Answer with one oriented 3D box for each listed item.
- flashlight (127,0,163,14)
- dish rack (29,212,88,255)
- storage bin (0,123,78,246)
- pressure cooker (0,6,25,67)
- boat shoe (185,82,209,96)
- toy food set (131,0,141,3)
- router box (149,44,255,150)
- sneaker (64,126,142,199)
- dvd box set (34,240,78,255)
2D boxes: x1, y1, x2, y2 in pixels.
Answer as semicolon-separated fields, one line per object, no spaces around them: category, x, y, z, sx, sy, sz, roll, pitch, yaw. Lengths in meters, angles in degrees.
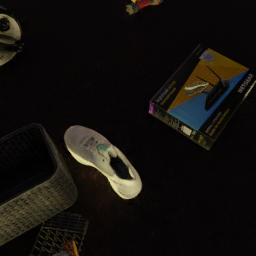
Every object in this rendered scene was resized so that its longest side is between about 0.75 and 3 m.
flashlight;0.692;-4.999;11.184;1.491;0.505;0.507;-30;67;-17
dish rack;-1.600;2.766;6.478;1.235;0.439;1.610;5;50;10
storage bin;-2.925;1.433;6.766;2.861;1.341;1.934;-29;49;-9
pressure cooker;-4.773;-3.155;9.196;2.409;2.152;2.119;32;62;17
boat shoe;2.015;-1.157;8.225;0.929;0.280;0.331;-19;26;-33
toy food set;0.322;-5.238;11.397;0.480;0.267;0.816;7;34;-6
router box;2.388;-1.072;8.821;2.209;0.756;2.962;33;66;17
sneaker;-0.693;0.671;7.588;2.766;1.224;1.041;37;68;19
dvd box set;-1.720;4.094;6.141;1.874;0.376;2.561;-19;62;-10
